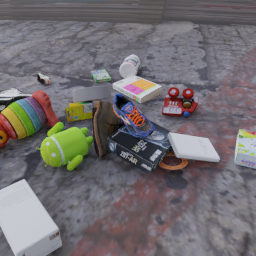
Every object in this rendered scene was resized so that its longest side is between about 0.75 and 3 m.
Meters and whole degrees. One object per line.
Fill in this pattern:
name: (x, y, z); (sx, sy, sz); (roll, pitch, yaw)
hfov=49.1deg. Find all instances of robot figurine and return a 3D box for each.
robot figurine: (-2.085, 0.634, 9.423); (1.831, 1.059, 1.607); (-23, 71, -31)

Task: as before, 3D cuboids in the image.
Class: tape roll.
tape roll: (-1.576, -1.474, 12.258); (1.670, 0.552, 1.670); (-7, 5, 1)

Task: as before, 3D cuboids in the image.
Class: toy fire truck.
toy fire truck: (2.271, -1.015, 12.178); (1.499, 0.840, 1.259); (6, 59, 10)

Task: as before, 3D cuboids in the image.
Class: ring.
ring: (1.483, 1.130, 9.454); (1.057, 0.101, 1.057); (-2, 25, 1)

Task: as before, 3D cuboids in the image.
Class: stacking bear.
stacking bear: (-4.149, -0.188, 10.420); (2.596, 1.576, 1.476); (-35, 37, -29)

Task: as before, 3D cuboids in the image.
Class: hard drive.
hard drive: (2.248, 0.665, 9.617); (1.616, 0.212, 1.066); (8, 38, -20)

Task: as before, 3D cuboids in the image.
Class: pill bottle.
pill bottle: (0.156, -3.389, 15.324); (0.947, 0.947, 1.584); (7, 34, 10)

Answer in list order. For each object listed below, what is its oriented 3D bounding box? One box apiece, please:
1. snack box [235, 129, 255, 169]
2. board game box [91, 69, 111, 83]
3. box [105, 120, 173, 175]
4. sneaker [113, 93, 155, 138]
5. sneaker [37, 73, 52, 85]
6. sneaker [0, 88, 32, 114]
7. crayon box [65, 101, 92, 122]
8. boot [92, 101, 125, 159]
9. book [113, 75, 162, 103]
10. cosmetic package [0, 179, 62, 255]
snack box: (4.819, 0.844, 9.566); (2.121, 0.562, 1.508); (12, 37, 17)
board game box: (-1.480, -2.826, 15.182); (0.824, 0.178, 1.224); (-11, 36, -16)
box: (0.531, 0.482, 9.641); (1.752, 0.476, 2.188); (29, 35, 18)
sneaker: (0.087, -0.428, 9.342); (0.773, 0.805, 2.052); (-40, 58, -12)
sneaker: (-4.379, -2.555, 14.701); (0.517, 0.389, 1.106); (-6, 30, -38)
sneaker: (-4.634, -1.330, 12.290); (2.698, 1.018, 1.553); (-1, 37, 3)
crayon box: (-2.019, -0.702, 11.656); (1.121, 0.711, 0.285); (-9, 33, -14)
boot: (-0.582, -0.082, 10.406); (1.447, 1.115, 2.985); (-2, 41, -8)
book: (0.427, -1.943, 13.685); (1.396, 0.502, 2.090); (-27, 42, -30)
cosmetic package: (-2.687, 2.373, 7.207); (1.084, 0.789, 2.132); (-24, 43, -30)
